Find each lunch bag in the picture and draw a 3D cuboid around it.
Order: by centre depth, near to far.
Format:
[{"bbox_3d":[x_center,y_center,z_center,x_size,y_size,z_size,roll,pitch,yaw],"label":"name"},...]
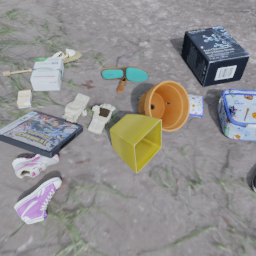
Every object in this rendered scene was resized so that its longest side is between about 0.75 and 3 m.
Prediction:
[{"bbox_3d":[4.998,-0.610,10.937,2.952,1.115,2.366,5,46,3],"label":"lunch bag"},{"bbox_3d":[2.591,-0.832,11.425,0.902,0.657,1.061,7,42,4],"label":"lunch bag"}]

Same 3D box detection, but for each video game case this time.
[{"bbox_3d":[-3.195,0.147,10.282,2.359,0.301,2.132,16,30,15],"label":"video game case"}]

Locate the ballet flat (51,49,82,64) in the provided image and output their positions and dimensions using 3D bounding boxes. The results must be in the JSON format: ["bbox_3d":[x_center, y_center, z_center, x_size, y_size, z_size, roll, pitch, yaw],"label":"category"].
[{"bbox_3d":[-3.113,-3.559,13.902,1.841,0.601,0.649,-33,56,-26],"label":"ballet flat"}]

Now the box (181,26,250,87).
[{"bbox_3d":[3.991,-3.422,13.219,1.980,1.428,2.667,-12,49,-11],"label":"box"}]

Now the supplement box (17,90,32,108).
[{"bbox_3d":[-4.418,-1.245,12.017,0.522,0.305,0.829,-7,48,-6],"label":"supplement box"}]

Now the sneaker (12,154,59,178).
[{"bbox_3d":[-3.106,1.322,9.548,1.579,0.642,0.696,-16,53,-4],"label":"sneaker"}]

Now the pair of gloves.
[{"bbox_3d":[-1.580,-0.655,11.258,1.838,0.322,1.563,25,50,7],"label":"pair of gloves"}]

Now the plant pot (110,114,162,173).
[{"bbox_3d":[0.218,0.376,9.826,1.322,1.499,1.499,28,54,30],"label":"plant pot"}]

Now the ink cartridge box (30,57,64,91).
[{"bbox_3d":[-3.675,-2.491,12.870,1.229,0.697,1.677,-1,48,-1],"label":"ink cartridge box"}]

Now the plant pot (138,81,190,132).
[{"bbox_3d":[1.223,-0.807,10.608,1.836,1.836,1.285,-31,16,-25],"label":"plant pot"}]

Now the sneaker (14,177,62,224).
[{"bbox_3d":[-2.581,2.311,8.714,1.603,0.581,0.914,-39,64,-21],"label":"sneaker"}]

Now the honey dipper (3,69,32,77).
[{"bbox_3d":[-5.251,-2.677,13.367,1.321,0.251,0.251,-13,49,-14],"label":"honey dipper"}]

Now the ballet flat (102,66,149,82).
[{"bbox_3d":[-0.109,-2.574,13.058,2.203,0.747,0.797,0,29,6],"label":"ballet flat"}]

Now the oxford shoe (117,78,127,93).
[{"bbox_3d":[-0.294,-1.928,12.623,0.336,0.336,0.942,13,51,9],"label":"oxford shoe"}]

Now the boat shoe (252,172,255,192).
[{"bbox_3d":[5.088,1.290,9.400,2.548,0.799,0.926,-32,55,-25],"label":"boat shoe"}]
